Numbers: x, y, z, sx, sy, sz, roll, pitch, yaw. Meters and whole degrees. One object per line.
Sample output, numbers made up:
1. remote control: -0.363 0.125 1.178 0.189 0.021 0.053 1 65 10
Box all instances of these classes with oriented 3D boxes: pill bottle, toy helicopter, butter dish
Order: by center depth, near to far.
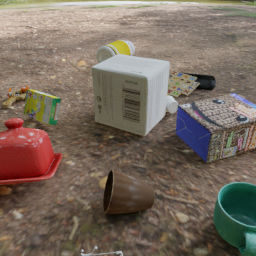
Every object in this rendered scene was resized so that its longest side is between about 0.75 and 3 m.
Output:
1. butter dish: -3.242 0.563 8.217 2.315 1.716 2.321 -3 12 -4
2. pill bottle: 1.582 -1.155 12.393 0.750 0.750 1.329 -18 35 -28
3. toy helicopter: -5.348 -1.444 13.086 0.999 0.596 1.511 12 40 15
4. pill bottle: -0.677 -4.647 17.485 1.460 1.460 2.606 18 36 27

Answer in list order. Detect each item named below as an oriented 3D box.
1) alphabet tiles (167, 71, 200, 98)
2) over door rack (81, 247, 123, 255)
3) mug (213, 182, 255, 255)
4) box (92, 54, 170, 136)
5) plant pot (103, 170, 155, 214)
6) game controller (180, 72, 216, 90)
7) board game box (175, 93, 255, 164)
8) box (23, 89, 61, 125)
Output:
1. alphabet tiles: 2.419 -2.329 14.520 2.295 0.073 1.910 26 54 34
2. over door rack: -0.591 2.945 6.016 0.963 0.321 0.711 1 32 1
3. mug: 2.650 2.192 6.555 1.687 1.043 1.386 -28 41 -35
4. box: 0.132 -1.419 11.183 2.442 2.430 2.092 17 35 26
5. plant pot: 0.050 1.756 7.407 1.208 1.129 1.129 11 29 -13
6. game controller: 3.454 -2.529 15.067 2.449 0.516 1.277 8 47 14
7. board game box: 3.381 -0.090 10.108 2.613 1.265 2.083 -13 33 -19
8. box: -3.537 -0.871 11.309 1.917 1.125 0.464 19 12 34
